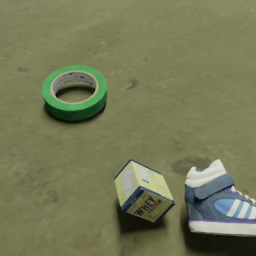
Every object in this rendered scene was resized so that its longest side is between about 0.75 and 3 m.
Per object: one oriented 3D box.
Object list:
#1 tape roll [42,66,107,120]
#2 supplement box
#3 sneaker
[{"bbox_3d":[-1.620,-1.120,8.631,1.947,0.468,1.947,1,53,-1],"label":"tape roll"},{"bbox_3d":[0.319,1.298,5.811,0.933,0.627,0.933,28,21,-27],"label":"supplement box"},{"bbox_3d":[2.146,1.334,5.564,2.037,0.821,1.492,2,67,1],"label":"sneaker"}]
